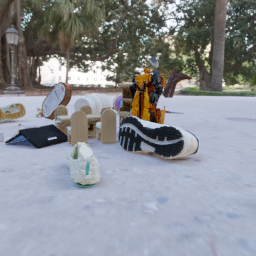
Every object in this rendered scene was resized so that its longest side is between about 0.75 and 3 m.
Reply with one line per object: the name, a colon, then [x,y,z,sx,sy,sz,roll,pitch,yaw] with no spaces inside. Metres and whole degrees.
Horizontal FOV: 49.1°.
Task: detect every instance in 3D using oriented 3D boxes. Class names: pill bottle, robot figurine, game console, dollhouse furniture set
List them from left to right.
game console: [-2.777,0.389,8.661,1.232,0.815,1.401,36,23,19]
pill bottle: [-1.902,-1.193,15.330,1.284,1.284,2.245,4,10,23]
dollhouse furniture set: [-0.956,-0.620,9.626,2.827,1.840,2.597,-4,9,-24]
robot figurine: [0.614,-0.724,8.723,0.671,2.304,1.670,-1,9,-30]

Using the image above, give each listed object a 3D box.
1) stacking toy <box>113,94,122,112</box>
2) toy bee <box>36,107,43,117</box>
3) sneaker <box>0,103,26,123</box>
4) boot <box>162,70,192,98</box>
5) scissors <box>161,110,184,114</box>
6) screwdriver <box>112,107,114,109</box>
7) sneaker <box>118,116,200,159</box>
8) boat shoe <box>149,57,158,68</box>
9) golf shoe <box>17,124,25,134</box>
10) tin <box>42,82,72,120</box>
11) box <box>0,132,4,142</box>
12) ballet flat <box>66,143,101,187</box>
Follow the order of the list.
stacking toy: [0.362,-1.383,17.315,1.239,1.239,2.903,-7,15,-39]
toy bee: [-4.997,-0.903,15.915,0.663,0.550,1.012,-52,20,-17]
sneaker: [-6.254,-0.592,13.307,1.158,1.000,2.643,-14,-5,39]
boot: [2.053,-1.746,11.876,0.396,1.232,1.148,16,10,-43]
scissors: [2.536,-1.005,18.064,0.916,0.174,2.503,-1,9,-25]
screwdriver: [-1.459,-1.498,20.805,1.791,0.250,0.261,0,36,-20]
sneaker: [0.716,0.301,7.330,1.029,0.948,2.572,9,5,-41]
boat shoe: [1.120,-2.829,12.026,0.346,0.301,0.940,-19,29,1]
golf shoe: [-3.878,0.032,10.206,0.324,0.393,0.859,-4,8,-18]
tin: [-3.033,-1.132,11.820,1.877,1.051,0.393,-44,-30,26]
box: [-4.793,0.336,8.434,1.194,0.315,1.531,4,10,26]
ballet flat: [-0.877,0.610,5.599,0.673,0.673,1.875,-3,8,-18]
